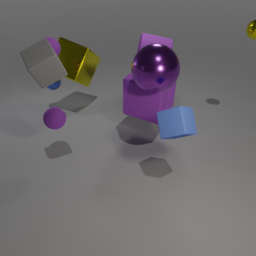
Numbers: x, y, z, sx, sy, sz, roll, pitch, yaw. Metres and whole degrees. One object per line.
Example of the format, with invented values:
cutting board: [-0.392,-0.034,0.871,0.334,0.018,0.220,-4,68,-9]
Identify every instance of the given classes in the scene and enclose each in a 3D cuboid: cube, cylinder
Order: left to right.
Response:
cube: [-1.957,-1.500,6.551,0.700,0.700,0.700,-30,59,-4]
cube: [-2.221,-2.700,11.677,1.400,1.400,1.400,25,4,14]
cube: [0.752,-1.206,9.703,1.400,1.400,1.400,18,41,22]
cylinder: [1.152,-3.415,12.584,1.400,1.400,1.400,11,29,-4]
cube: [1.235,-0.120,7.079,0.700,0.700,0.700,-14,-9,35]

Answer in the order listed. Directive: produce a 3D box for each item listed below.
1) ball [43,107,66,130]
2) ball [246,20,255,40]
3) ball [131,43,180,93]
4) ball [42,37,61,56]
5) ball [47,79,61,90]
ball: [-2.292,-0.302,8.761,0.700,0.700,0.700,0,30,0]
ball: [4.696,-3.596,10.239,0.700,0.700,0.700,0,30,0]
ball: [0.792,-1.703,8.062,1.400,1.400,1.400,0,30,0]
ball: [-2.607,-2.657,9.325,0.700,0.700,0.700,0,30,0]
ball: [-3.230,-1.979,12.006,0.700,0.700,0.700,0,30,0]
